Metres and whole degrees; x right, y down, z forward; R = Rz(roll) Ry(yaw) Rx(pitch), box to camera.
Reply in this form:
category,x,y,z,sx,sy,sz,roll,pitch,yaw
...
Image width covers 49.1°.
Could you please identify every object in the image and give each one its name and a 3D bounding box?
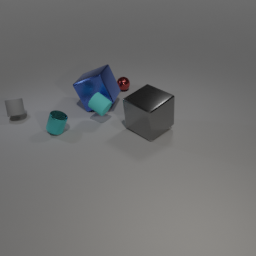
category,x,y,z,sx,sy,sz,roll,pitch,yaw
cylinder,-4.764,-0.872,11.801,0.700,0.700,0.700,-9,6,1
ball,-0.244,-2.290,14.431,0.700,0.700,0.700,0,31,0
cube,-1.360,-1.800,12.578,1.400,1.400,1.400,-16,26,22
cylinder,-2.770,-0.212,10.889,0.700,0.700,0.700,19,30,-11
cube,0.816,-0.613,10.790,1.400,1.400,1.400,-35,47,-30
cylinder,-1.129,-0.961,11.304,0.700,0.700,0.700,37,40,6
